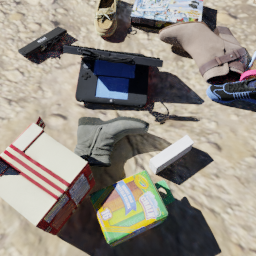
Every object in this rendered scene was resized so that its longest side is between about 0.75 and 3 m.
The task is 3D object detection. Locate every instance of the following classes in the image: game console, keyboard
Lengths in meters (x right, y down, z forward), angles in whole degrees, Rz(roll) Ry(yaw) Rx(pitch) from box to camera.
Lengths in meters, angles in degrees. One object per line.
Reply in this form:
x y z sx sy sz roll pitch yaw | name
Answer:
-0.448 -1.599 8.841 2.210 0.343 1.954 5 63 -1 | game console
-2.853 -2.880 9.646 1.742 0.345 0.907 -38 46 -16 | keyboard
-0.420 -2.109 8.121 2.902 0.299 1.844 7 20 -1 | keyboard

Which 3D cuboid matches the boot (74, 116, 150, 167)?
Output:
-0.477 0.441 7.747 2.131 0.722 1.392 0 68 8 | boot

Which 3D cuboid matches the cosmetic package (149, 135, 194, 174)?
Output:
1.169 0.719 7.617 1.273 0.526 0.322 -31 68 -15 | cosmetic package

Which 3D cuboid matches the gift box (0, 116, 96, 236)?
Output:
-2.061 1.080 6.602 1.965 2.105 1.942 31 62 16 | gift box

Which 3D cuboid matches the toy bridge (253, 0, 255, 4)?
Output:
5.326 -4.482 10.444 1.384 0.188 0.465 31 70 15 | toy bridge

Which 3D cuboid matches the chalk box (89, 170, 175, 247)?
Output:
0.203 1.846 6.682 1.884 1.166 1.172 -23 66 -11 | chalk box

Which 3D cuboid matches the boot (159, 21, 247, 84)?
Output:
2.428 -2.352 8.969 2.732 0.960 1.997 -3 66 1 | boot

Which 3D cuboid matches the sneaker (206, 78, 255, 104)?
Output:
3.424 -1.179 8.439 1.978 0.770 0.694 3 64 1 | sneaker

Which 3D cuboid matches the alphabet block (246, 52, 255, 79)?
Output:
4.544 -2.141 8.723 1.161 1.140 1.134 28 68 13 | alphabet block

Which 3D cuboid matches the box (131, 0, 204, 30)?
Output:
1.446 -4.290 10.171 2.456 0.490 1.681 11 64 5 | box

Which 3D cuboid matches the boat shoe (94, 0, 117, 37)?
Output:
-0.797 -4.253 10.033 0.826 0.706 2.252 1 63 0 | boat shoe

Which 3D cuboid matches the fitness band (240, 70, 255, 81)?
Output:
4.015 -1.467 8.566 1.111 0.798 0.208 6 63 7 | fitness band
